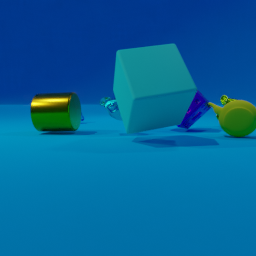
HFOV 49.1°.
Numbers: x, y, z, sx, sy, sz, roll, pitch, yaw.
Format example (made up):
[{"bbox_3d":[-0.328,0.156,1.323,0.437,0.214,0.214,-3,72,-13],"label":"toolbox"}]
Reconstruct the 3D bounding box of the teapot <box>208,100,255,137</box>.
[{"bbox_3d":[2.196,-0.240,5.666,1.220,0.759,0.598,22,27,11],"label":"teapot"}]

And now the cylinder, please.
[{"bbox_3d":[-1.598,-0.358,6.323,0.874,0.874,0.874,-1,5,8],"label":"cylinder"}]

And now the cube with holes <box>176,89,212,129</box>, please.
[{"bbox_3d":[1.411,-0.606,6.963,0.875,0.875,0.875,-45,-21,18],"label":"cube with holes"}]

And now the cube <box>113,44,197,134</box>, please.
[{"bbox_3d":[0.400,-0.674,4.932,1.065,1.065,1.065,-10,-29,-13],"label":"cube"}]

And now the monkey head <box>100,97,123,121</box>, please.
[{"bbox_3d":[-0.120,-0.539,6.041,1.065,0.766,0.642,17,7,5],"label":"monkey head"}]

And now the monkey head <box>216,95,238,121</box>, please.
[{"bbox_3d":[2.817,-0.423,7.693,0.790,1.099,0.662,-36,-15,14],"label":"monkey head"}]

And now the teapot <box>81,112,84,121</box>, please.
[{"bbox_3d":[-1.911,-0.441,9.302,1.072,0.667,0.525,20,-38,-35],"label":"teapot"}]
